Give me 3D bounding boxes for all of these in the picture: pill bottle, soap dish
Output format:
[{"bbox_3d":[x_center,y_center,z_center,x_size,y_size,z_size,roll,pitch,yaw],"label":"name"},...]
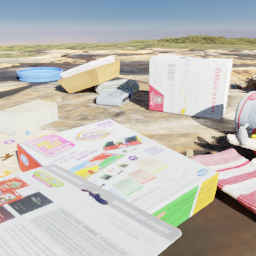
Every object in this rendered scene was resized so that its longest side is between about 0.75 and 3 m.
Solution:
[{"bbox_3d":[3.877,-0.099,6.807,1.225,1.225,2.252,-14,25,-33],"label":"pill bottle"},{"bbox_3d":[-1.622,-2.399,12.624,1.988,1.026,2.527,-13,13,26],"label":"soap dish"}]

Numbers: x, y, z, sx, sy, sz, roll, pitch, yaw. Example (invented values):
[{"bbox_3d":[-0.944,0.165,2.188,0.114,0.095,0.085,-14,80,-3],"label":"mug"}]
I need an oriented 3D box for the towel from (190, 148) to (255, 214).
[{"bbox_3d":[2.172,0.937,5.075,1.377,0.217,1.911,-7,26,-32],"label":"towel"}]

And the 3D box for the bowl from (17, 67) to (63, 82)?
[{"bbox_3d":[-4.894,-2.989,15.660,2.471,0.485,2.471,0,20,0],"label":"bowl"}]

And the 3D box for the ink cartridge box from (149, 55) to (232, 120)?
[{"bbox_3d":[2.048,-1.435,9.480,2.537,1.873,1.086,10,24,23],"label":"ink cartridge box"}]

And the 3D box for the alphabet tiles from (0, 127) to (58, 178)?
[{"bbox_3d":[-2.511,0.562,6.498,2.639,0.193,2.581,8,22,19],"label":"alphabet tiles"}]

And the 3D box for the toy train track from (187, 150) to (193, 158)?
[{"bbox_3d":[1.076,0.756,5.999,1.127,0.183,0.646,-1,41,16],"label":"toy train track"}]

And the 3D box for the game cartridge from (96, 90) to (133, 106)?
[{"bbox_3d":[-0.556,-1.214,11.158,1.103,0.344,1.657,3,20,20],"label":"game cartridge"}]

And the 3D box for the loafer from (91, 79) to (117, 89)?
[{"bbox_3d":[-1.128,-2.117,13.410,1.303,0.410,0.468,-2,20,-6],"label":"loafer"}]

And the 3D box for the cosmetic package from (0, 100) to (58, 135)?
[{"bbox_3d":[-2.969,-0.346,8.382,0.852,0.601,1.645,10,22,25],"label":"cosmetic package"}]

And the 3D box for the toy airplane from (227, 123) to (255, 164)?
[{"bbox_3d":[2.981,0.343,6.071,1.262,0.891,1.257,-7,29,-34],"label":"toy airplane"}]

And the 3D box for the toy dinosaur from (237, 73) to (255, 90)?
[{"bbox_3d":[6.371,-1.955,12.171,2.763,1.186,1.873,26,-4,20],"label":"toy dinosaur"}]

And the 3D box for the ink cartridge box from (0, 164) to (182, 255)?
[{"bbox_3d":[-0.981,1.423,2.959,2.406,1.009,2.112,18,23,39],"label":"ink cartridge box"}]

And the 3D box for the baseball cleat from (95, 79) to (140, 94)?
[{"bbox_3d":[-0.475,-1.906,12.470,1.943,0.678,1.034,0,21,-3],"label":"baseball cleat"}]

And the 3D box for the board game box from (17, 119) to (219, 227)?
[{"bbox_3d":[-0.290,0.769,5.037,2.261,0.596,2.955,-17,31,-38],"label":"board game box"}]
